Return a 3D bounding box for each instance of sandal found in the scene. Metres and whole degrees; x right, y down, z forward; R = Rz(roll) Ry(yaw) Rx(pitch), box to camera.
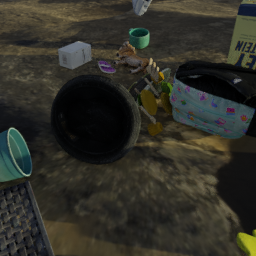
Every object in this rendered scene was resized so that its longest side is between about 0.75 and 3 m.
[{"bbox_3d":[-0.920,-2.542,11.437,0.499,0.302,1.227,-18,39,-24],"label":"sandal"}]

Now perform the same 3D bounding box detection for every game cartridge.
[{"bbox_3d":[0.810,-4.877,8.632,0.511,2.498,1.662,23,33,-14],"label":"game cartridge"}]

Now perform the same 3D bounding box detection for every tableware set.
[{"bbox_3d":[0.831,-0.831,8.304,0.370,1.626,2.413,-22,39,33],"label":"tableware set"}]

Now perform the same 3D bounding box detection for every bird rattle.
[{"bbox_3d":[2.219,2.579,3.885,2.251,1.268,1.835,26,53,12],"label":"bird rattle"}]

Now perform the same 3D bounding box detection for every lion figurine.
[{"bbox_3d":[0.299,-2.779,11.546,2.149,0.779,1.316,40,42,25],"label":"lion figurine"}]

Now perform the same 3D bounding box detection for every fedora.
[{"bbox_3d":[-0.737,-0.226,7.171,2.377,2.377,1.086,11,6,15],"label":"fedora"}]

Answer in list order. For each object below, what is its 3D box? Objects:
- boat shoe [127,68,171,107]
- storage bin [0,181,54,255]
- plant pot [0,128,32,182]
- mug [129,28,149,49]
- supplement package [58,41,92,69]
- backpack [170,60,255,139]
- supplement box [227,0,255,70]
[{"bbox_3d":[0.720,-1.503,9.512,0.693,0.820,2.301,23,44,23],"label":"boat shoe"},{"bbox_3d":[-1.425,2.171,3.504,1.212,1.747,2.585,-18,39,-23],"label":"storage bin"},{"bbox_3d":[-2.894,0.714,6.243,1.069,1.137,1.137,-20,38,-3],"label":"plant pot"},{"bbox_3d":[0.533,-4.319,13.507,0.939,0.707,1.143,-4,45,-1],"label":"mug"},{"bbox_3d":[-2.223,-3.086,11.836,0.734,0.731,1.251,21,41,27],"label":"supplement package"},{"bbox_3d":[2.527,-0.833,7.756,2.777,1.758,2.318,19,33,22],"label":"backpack"},{"bbox_3d":[4.736,-2.962,9.710,1.974,2.941,2.938,15,40,21],"label":"supplement box"}]
